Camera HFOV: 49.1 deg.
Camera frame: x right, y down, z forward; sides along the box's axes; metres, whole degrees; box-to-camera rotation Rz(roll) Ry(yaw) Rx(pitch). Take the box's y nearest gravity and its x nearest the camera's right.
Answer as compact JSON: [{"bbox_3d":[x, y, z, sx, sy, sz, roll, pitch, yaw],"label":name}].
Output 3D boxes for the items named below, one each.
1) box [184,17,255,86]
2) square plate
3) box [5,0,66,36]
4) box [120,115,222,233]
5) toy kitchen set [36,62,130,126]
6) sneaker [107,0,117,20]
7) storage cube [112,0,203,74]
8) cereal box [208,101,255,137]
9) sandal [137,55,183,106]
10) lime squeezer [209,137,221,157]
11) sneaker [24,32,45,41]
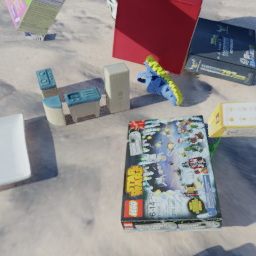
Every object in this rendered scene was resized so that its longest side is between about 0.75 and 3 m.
[{"bbox_3d":[3.318,-2.808,9.917,2.240,0.725,2.840,16,47,7],"label":"box"},{"bbox_3d":[-3.612,0.683,6.898,2.253,0.324,2.275,-14,47,-13],"label":"square plate"},{"bbox_3d":[-2.198,-3.352,6.641,0.793,1.640,1.443,-4,61,-47],"label":"box"},{"bbox_3d":[0.894,0.899,6.314,1.916,0.558,2.799,-6,45,10],"label":"box"},{"bbox_3d":[-1.372,-1.366,8.162,2.375,1.399,1.902,-15,47,-14],"label":"toy kitchen set"},{"bbox_3d":[-0.357,-5.740,12.618,1.048,1.252,2.829,-16,49,-17],"label":"sneaker"},{"bbox_3d":[1.056,-3.701,9.608,2.505,2.787,2.382,16,46,6],"label":"storage cube"},{"bbox_3d":[2.730,-0.134,4.944,2.386,1.716,0.471,-2,82,9],"label":"cereal box"},{"bbox_3d":[0.943,-1.344,8.723,0.869,0.793,1.996,-39,56,9],"label":"sandal"},{"bbox_3d":[1.936,0.570,7.106,1.643,0.310,0.580,-23,21,-19],"label":"lime squeezer"},{"bbox_3d":[-3.720,-3.803,11.353,0.853,0.344,0.492,15,43,5],"label":"sneaker"}]
